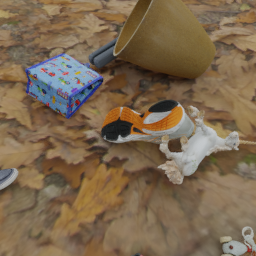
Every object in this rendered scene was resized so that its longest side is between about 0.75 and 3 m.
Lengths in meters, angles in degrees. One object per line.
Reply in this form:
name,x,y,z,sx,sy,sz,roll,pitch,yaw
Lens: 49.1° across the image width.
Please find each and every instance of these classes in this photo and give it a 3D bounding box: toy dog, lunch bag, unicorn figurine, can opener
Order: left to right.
lunch bag,-1.985,-1.685,9.435,1.721,1.075,2.285,31,48,8
can opener,-0.191,-3.097,10.917,2.861,0.951,0.753,-34,46,-22
unicorn figurine,1.899,0.402,7.206,2.672,1.835,0.987,-37,34,-4
toy dog,2.461,2.546,5.990,1.023,0.493,0.675,-19,64,-9

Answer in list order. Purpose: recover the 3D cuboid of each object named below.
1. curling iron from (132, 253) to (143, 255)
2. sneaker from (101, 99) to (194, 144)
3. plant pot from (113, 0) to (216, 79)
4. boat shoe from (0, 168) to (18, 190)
curling iron,0.685,3.068,5.787,1.454,0.186,0.360,25,90,14
sneaker,0.493,0.069,7.821,2.840,1.306,1.075,-4,64,40
plant pot,1.450,-3.018,9.631,2.954,2.753,2.753,25,45,-18
boat shoe,-3.468,1.247,6.907,1.350,0.626,0.504,-27,40,-1
